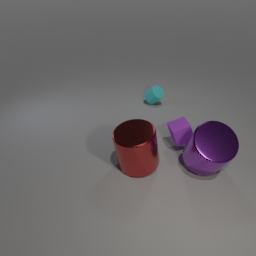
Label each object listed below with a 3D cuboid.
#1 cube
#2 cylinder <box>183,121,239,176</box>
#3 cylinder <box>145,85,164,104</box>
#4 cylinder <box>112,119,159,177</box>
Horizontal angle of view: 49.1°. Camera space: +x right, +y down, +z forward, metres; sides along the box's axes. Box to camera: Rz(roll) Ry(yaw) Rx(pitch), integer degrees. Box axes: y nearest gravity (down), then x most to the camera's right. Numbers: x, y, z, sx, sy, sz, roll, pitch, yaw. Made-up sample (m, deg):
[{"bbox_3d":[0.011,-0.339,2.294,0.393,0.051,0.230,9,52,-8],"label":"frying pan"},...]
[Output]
[{"bbox_3d":[1.940,0.125,10.340,0.700,0.700,0.700,-22,33,1],"label":"cube"},{"bbox_3d":[2.590,0.681,8.960,1.400,1.400,1.400,1,64,-3],"label":"cylinder"},{"bbox_3d":[1.302,-1.645,13.877,0.700,0.700,0.700,-29,-1,-40],"label":"cylinder"},{"bbox_3d":[0.284,0.655,9.250,1.400,1.400,1.400,-7,39,5],"label":"cylinder"}]
